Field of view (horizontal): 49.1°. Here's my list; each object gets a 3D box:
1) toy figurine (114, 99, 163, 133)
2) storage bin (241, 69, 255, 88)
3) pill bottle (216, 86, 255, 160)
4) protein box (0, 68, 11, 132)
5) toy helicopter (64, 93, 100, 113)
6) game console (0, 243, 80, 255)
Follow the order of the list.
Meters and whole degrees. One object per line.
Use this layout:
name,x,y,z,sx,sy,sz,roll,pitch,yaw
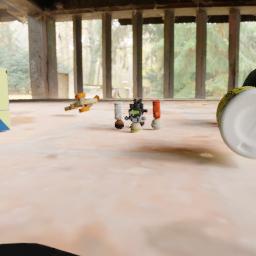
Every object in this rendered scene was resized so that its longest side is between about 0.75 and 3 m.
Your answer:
toy figurine,0.247,-0.311,7.521,1.165,0.823,1.183,-13,16,-39
storage bin,4.494,-0.702,8.211,1.576,1.708,2.347,27,3,-10
pill bottle,1.825,-0.165,4.257,0.924,0.924,1.616,2,10,15
protein box,-4.524,-0.629,6.489,2.367,1.597,2.349,3,8,22
toy helicopter,-2.000,-0.993,11.829,1.863,0.735,1.232,-11,5,43
game console,-0.478,0.862,0.049,1.522,0.311,2.580,3,9,25
